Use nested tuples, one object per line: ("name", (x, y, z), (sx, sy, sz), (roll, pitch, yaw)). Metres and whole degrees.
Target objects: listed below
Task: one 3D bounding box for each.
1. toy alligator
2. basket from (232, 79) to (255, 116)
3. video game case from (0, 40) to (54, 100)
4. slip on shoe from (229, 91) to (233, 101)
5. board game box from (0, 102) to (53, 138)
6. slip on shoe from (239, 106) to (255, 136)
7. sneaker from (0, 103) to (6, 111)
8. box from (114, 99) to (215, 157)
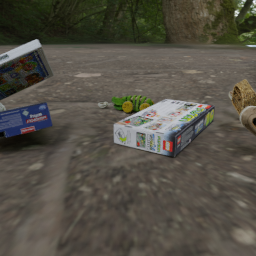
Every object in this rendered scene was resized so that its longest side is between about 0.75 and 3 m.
("toy alligator", (0.025, -0.791, 8.685), (2.082, 0.500, 0.690), (7, 20, 14))
("basket", (2.737, -0.743, 6.707), (0.580, 0.555, 0.778), (-31, 31, 23))
("video game case", (-2.650, -0.911, 5.618), (2.229, 0.201, 1.596), (-27, -5, -10))
("slip on shoe", (3.199, -0.680, 7.897), (0.413, 0.329, 1.087), (-17, 41, -12))
("board game box", (-2.801, -0.095, 6.227), (1.806, 0.557, 1.805), (-16, 8, -25))
("slip on shoe", (2.957, 0.127, 5.380), (1.671, 0.635, 0.506), (33, 15, -3))
("sneaker", (-3.871, -0.622, 8.249), (0.484, 0.510, 1.266), (-13, 16, -20))
("box", (1.019, -0.136, 6.953), (1.508, 0.476, 2.740), (12, 23, 30))
